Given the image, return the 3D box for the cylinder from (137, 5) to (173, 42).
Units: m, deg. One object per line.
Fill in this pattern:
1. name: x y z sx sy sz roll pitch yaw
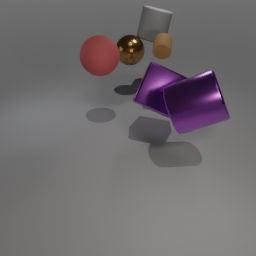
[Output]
1. cylinder: 1.232 -4.839 13.105 1.400 1.400 1.400 11 26 -6

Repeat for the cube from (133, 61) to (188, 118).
1. cube: 1.077 -1.265 9.599 1.400 1.400 1.400 24 4 -2

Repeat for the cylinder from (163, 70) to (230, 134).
1. cylinder: 1.858 -0.686 7.627 1.400 1.400 1.400 -19 23 20

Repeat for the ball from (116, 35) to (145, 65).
1. ball: 0.092 -3.671 13.227 1.400 1.400 1.400 0 29 0

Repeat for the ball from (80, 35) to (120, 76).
1. ball: -0.997 -2.542 9.885 1.400 1.400 1.400 0 29 0

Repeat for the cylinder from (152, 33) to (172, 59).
1. cylinder: 1.302 -3.086 10.568 0.700 0.700 0.700 4 55 8
